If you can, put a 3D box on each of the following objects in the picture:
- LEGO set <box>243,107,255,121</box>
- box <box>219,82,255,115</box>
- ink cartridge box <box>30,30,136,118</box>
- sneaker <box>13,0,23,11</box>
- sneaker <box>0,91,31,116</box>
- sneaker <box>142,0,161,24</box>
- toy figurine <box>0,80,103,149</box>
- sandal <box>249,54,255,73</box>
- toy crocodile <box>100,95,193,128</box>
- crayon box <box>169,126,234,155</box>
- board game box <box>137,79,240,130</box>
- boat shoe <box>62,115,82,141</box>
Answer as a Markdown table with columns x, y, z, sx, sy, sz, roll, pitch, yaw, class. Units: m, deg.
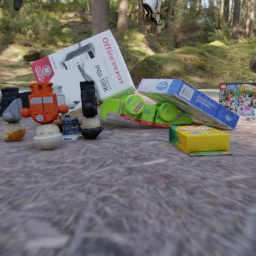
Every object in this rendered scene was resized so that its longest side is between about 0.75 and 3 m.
| x | y | z | sx | sy | sz | roll | pitch | yaw | class |
| --- | --- | --- | --- | --- | --- | --- | --- | --- | --- |
| 5.108 | -0.699 | 9.863 | 2.198 | 0.818 | 1.011 | -7 | 12 | -35 | LEGO set |
| 4.592 | -1.175 | 11.241 | 0.358 | 1.299 | 1.902 | -9 | 13 | -42 | box |
| -1.297 | -1.497 | 8.459 | 2.586 | 1.898 | 1.072 | -23 | -5 | 4 | ink cartridge box |
| -3.350 | -4.156 | 8.144 | 0.619 | 1.398 | 0.518 | 1 | 10 | -37 | sneaker |
| -4.081 | -1.014 | 11.122 | 2.750 | 1.019 | 1.217 | 1 | 12 | 4 | sneaker |
| 0.528 | -2.326 | 5.474 | 0.312 | 0.338 | 0.846 | 35 | 3 | 9 | sneaker |
| -1.748 | -0.318 | 6.440 | 1.945 | 1.374 | 1.976 | 0 | 9 | 36 | toy figurine |
| 3.766 | -1.452 | 6.236 | 2.027 | 0.547 | 0.814 | -4 | -37 | 36 | sandal |
| 0.550 | -0.413 | 8.037 | 2.741 | 0.846 | 0.925 | 11 | 2 | -20 | toy crocodile |
| 1.465 | 0.228 | 5.781 | 0.896 | 0.359 | 1.412 | -1 | 10 | -9 | crayon box |
| 1.696 | -0.741 | 8.301 | 2.247 | 0.487 | 2.236 | 26 | -3 | -25 | board game box |
| -1.332 | -0.076 | 6.927 | 0.443 | 0.568 | 1.252 | 0 | 10 | 1 | boat shoe |
